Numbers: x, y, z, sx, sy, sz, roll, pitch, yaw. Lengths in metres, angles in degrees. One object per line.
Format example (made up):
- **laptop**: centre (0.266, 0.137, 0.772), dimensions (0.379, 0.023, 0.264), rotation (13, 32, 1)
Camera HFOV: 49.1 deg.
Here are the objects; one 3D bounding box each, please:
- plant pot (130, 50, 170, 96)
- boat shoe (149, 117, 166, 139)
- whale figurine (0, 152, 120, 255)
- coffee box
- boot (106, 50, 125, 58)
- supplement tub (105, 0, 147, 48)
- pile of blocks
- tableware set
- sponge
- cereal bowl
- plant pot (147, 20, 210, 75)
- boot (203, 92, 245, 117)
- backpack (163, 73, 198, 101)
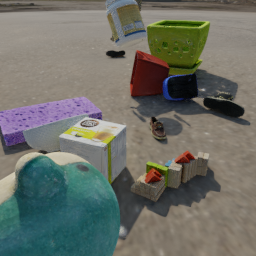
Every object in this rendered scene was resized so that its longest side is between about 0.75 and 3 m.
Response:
- **plant pot**: centre (0.825, -2.027, 10.721), dimensions (1.270, 1.441, 1.440), rotation (9, 27, -5)
- **boat shoe**: centre (0.819, -0.023, 7.828), dimensions (0.358, 0.357, 0.993), rotation (-4, 28, -7)
- **whale figurine**: centre (-1.172, 1.390, 3.236), dimensions (1.469, 2.253, 2.832), rotation (32, 20, 26)
- **coffee box**: centre (-0.707, 0.506, 6.041), dimensions (1.059, 1.060, 1.048), rotation (12, 30, 22)
- **boot**: centre (-0.718, -4.212, 16.012), dimensions (1.109, 0.408, 0.418), rotation (-4, 4, -9)
- **supplement tub**: centre (-0.043, -1.919, 5.044), dimensions (0.595, 0.822, 0.595), rotation (-18, 6, 2)
- **pile of blocks**: centre (0.948, 0.802, 5.958), dimensions (2.000, 0.621, 0.821), rotation (-17, 32, -31)
- **tableware set**: centre (-0.148, -4.198, 10.392), dimensions (1.307, 1.978, 0.396), rotation (-14, 30, -37)
- **sponge**: centre (-2.313, -0.310, 8.332), dimensions (2.791, 0.416, 1.557), rotation (-15, 32, -26)
- **cereal bowl**: centre (-1.665, 0.175, 6.813), dimensions (1.616, 0.673, 1.616), rotation (-15, 2, 1)
- **plant pot**: centre (2.314, -3.716, 12.960), dimensions (2.412, 2.189, 2.400), rotation (12, 30, 21)
- **boot**: centre (3.332, -0.833, 9.253), dimensions (1.379, 0.498, 1.041), rotation (24, 33, 37)
- **backpack**: centre (1.787, -1.389, 9.938), dimensions (1.118, 0.908, 0.938), rotation (-9, 1, -15)
